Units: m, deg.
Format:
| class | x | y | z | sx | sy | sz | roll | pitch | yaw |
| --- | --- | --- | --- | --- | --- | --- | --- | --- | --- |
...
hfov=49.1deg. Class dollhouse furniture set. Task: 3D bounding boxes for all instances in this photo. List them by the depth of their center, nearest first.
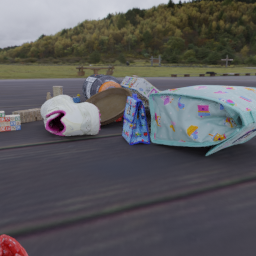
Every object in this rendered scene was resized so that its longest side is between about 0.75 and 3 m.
| class | x | y | z | sx | sy | sz | roll | pitch | yaw |
| --- | --- | --- | --- | --- | --- | --- | --- | --- | --- |
| dollhouse furniture set | -3.460 | -1.834 | 15.156 | 1.308 | 0.904 | 1.385 | 9 | 15 | 35 |

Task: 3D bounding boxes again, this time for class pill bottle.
| class | x | y | z | sx | sy | sz | roll | pitch | yaw |
| --- | --- | --- | --- | --- | --- | --- | --- | --- | --- |
| pill bottle | -1.119 | -1.688 | 12.981 | 1.549 | 1.549 | 2.916 | -4 | 14 | -19 |

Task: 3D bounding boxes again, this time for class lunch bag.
| class | x | y | z | sx | sy | sz | roll | pitch | yaw |
| --- | --- | --- | --- | --- | --- | --- | --- | --- | --- |
| lunch bag | 2.046 | -0.255 | 6.519 | 2.096 | 1.500 | 2.461 | -10 | 10 | -41 |
| lunch bag | 0.200 | -0.269 | 7.187 | 0.567 | 1.205 | 0.907 | -3 | 13 | -13 |

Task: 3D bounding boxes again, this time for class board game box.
| class | x | y | z | sx | sy | sz | roll | pitch | yaw |
| --- | --- | --- | --- | --- | --- | --- | --- | --- | --- |
| board game box | 0.818 | -1.245 | 11.000 | 1.895 | 0.483 | 2.819 | 35 | 2 | -18 |

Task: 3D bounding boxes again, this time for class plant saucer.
| class | x | y | z | sx | sy | sz | roll | pitch | yaw |
| --- | --- | --- | --- | --- | --- | --- | --- | --- | --- |
| plant saucer | -0.747 | -0.717 | 9.518 | 1.963 | 0.289 | 1.963 | -16 | 36 | 12 |

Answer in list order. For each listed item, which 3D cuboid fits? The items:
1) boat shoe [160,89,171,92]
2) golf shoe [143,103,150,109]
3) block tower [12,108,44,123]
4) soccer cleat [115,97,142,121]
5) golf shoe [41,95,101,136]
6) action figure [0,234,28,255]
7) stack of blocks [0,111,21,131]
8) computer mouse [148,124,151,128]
| class | x | y | z | sx | sy | sz | roll | pitch | yaw |
| --- | --- | --- | --- | --- | --- | --- | --- | --- | --- |
| boat shoe | 2.207 | -1.718 | 15.029 | 2.325 | 0.721 | 0.837 | -5 | 13 | -22 |
| golf shoe | 0.925 | -1.164 | 13.196 | 0.348 | 0.432 | 0.888 | -10 | 14 | -30 |
| block tower | -3.432 | -0.461 | 9.988 | 0.392 | 0.420 | 1.453 | 7 | 15 | 31 |
| soccer cleat | -0.193 | -0.764 | 10.595 | 0.974 | 0.785 | 2.287 | 10 | 20 | 23 |
| golf shoe | -2.024 | -0.370 | 8.208 | 1.279 | 1.052 | 2.794 | -15 | 18 | -41 |
| action figure | -0.785 | 1.035 | 1.091 | 2.748 | 1.360 | 0.897 | 0 | 12 | -13 |
| stack of blocks | -3.772 | -0.207 | 8.404 | 0.999 | 0.575 | 0.293 | -5 | 13 | -25 |
| computer mouse | 1.138 | 0.015 | 8.215 | 0.814 | 0.267 | 1.160 | -3 | 5 | -16 |
